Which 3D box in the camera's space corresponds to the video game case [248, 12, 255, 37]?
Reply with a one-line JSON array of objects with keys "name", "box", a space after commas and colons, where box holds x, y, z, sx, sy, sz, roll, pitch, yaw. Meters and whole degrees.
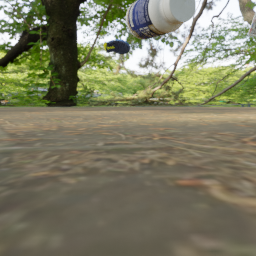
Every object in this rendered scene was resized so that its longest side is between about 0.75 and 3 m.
[{"name": "video game case", "box": [3.297, -2.557, 5.500, 1.244, 1.737, 0.157, 19, 38, 16]}]

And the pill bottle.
[{"name": "pill bottle", "box": [1.136, -4.104, 10.042, 1.487, 1.487, 2.677, -3, 9, -27]}]

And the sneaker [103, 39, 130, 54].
[{"name": "sneaker", "box": [-0.344, -3.203, 10.848, 0.613, 0.551, 1.489, -28, 32, -29]}]
